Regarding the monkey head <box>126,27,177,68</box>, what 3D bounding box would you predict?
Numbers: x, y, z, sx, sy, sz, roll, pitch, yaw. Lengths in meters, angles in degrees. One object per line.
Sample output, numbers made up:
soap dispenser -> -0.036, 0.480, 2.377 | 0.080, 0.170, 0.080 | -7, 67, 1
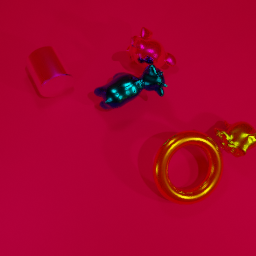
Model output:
monkey head -> 0.628, -2.361, 8.208 | 1.749, 1.054, 1.258 | 16, 88, -36

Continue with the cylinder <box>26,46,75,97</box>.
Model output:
cylinder -> -2.255, -1.627, 8.157 | 1.073, 1.073, 1.073 | -28, 74, -9

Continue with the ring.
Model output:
ring -> 1.578, 1.034, 7.254 | 1.967, 0.393, 1.967 | -2, 97, -15

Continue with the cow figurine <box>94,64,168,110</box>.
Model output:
cow figurine -> 0.111, -1.099, 7.670 | 1.728, 1.700, 0.948 | -38, 118, -29

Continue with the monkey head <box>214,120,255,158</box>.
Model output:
monkey head -> 2.849, 0.159, 7.402 | 0.937, 1.555, 1.119 | -49, 118, -4
